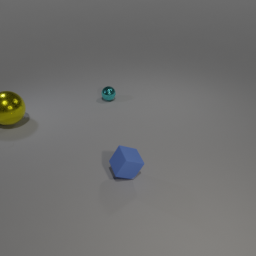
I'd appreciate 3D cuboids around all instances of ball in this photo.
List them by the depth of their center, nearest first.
[{"bbox_3d":[-4.888,-0.806,11.353,1.400,1.400,1.400,0,32,0],"label":"ball"},{"bbox_3d":[-0.937,-1.669,13.547,0.700,0.700,0.700,0,32,0],"label":"ball"}]

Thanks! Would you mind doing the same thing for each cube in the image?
[{"bbox_3d":[-0.050,1.065,8.680,0.700,0.700,0.700,15,30,-34],"label":"cube"}]
